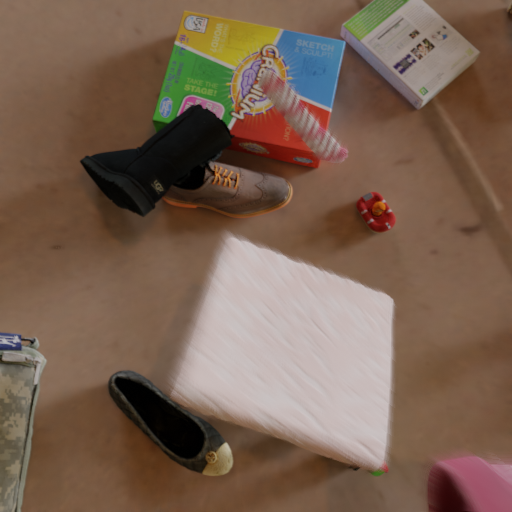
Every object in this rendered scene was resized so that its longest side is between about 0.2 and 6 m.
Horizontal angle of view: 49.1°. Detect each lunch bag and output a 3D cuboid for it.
[{"bbox_3d":[-4.317,2.547,7.458,2.566,2.132,3.060,6,76,-13],"label":"lunch bag"}]

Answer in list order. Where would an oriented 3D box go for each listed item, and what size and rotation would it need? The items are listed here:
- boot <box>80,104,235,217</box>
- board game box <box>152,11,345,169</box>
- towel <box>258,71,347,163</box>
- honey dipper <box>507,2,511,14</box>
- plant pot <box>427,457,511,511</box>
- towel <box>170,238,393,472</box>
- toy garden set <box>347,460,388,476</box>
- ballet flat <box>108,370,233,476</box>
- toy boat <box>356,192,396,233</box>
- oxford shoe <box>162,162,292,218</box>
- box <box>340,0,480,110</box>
[{"bbox_3d":[-1.544,-1.569,8.686,1.875,0.852,2.232,-42,36,-17],"label":"boot"},{"bbox_3d":[-0.092,-2.827,9.474,2.824,0.570,2.161,11,77,3],"label":"board game box"},{"bbox_3d":[0.604,-1.912,7.724,0.231,1.130,1.544,-42,103,4],"label":"towel"},{"bbox_3d":[5.144,-4.216,9.987,1.314,0.249,0.249,26,78,6],"label":"honey dipper"},{"bbox_3d":[2.860,2.949,5.949,1.515,1.692,1.692,-8,76,-6],"label":"plant pot"},{"bbox_3d":[0.448,1.064,6.591,2.402,0.387,2.294,21,50,-7],"label":"towel"},{"bbox_3d":[0.949,2.132,7.561,0.419,1.751,2.101,-35,83,-10],"label":"toy garden set"},{"bbox_3d":[-1.299,2.473,8.151,2.208,0.627,0.734,34,79,8],"label":"ballet flat"},{"bbox_3d":[1.954,-0.724,9.015,0.466,0.466,0.713,-30,78,-7],"label":"toy boat"},{"bbox_3d":[-0.522,-1.096,8.915,2.204,0.803,0.786,2,76,2],"label":"oxford shoe"},{"bbox_3d":[2.670,-3.718,9.814,1.441,0.363,1.997,-40,81,-9],"label":"box"}]
